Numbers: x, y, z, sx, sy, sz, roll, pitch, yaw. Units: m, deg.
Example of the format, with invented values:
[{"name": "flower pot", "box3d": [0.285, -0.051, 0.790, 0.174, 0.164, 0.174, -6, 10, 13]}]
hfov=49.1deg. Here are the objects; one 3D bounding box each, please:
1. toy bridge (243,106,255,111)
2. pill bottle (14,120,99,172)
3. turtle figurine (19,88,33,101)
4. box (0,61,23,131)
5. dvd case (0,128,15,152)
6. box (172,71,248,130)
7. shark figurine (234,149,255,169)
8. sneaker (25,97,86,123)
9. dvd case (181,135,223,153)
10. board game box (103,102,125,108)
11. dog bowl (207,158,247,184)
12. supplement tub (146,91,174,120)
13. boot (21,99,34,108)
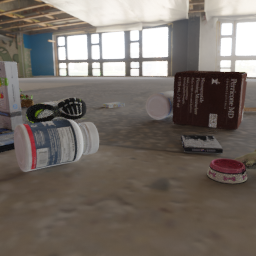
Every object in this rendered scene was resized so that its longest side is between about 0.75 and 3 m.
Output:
[{"name": "toy bridge", "box3d": [6.125, -1.057, 15.005, 1.995, 0.272, 0.671, 8, 15, 29]}, {"name": "pill bottle", "box3d": [-1.767, 0.371, 7.067, 1.897, 1.135, 1.135, -8, 16, -34]}, {"name": "turtle figurine", "box3d": [-6.961, -2.296, 18.628, 1.186, 0.880, 1.223, 12, 45, -14]}, {"name": "box", "box3d": [-4.826, -1.206, 10.617, 2.005, 2.571, 0.529, 11, 17, 37]}, {"name": "dvd case", "box3d": [-4.224, 0.368, 9.131, 2.276, 0.200, 1.623, 9, 15, 36]}, {"name": "box", "box3d": [3.474, -1.297, 11.864, 2.625, 2.178, 2.156, 7, 15, 27]}, {"name": "shark figurine", "box3d": [3.074, 0.903, 6.096, 1.046, 0.730, 1.750, -35, 8, -1]}, {"name": "sneaker", "box3d": [-3.221, -0.835, 12.541, 2.854, 1.054, 1.155, -7, 12, -34]}, {"name": "dvd case", "box3d": [2.242, 0.477, 8.705, 1.091, 0.179, 1.451, 2, 14, 6]}, {"name": "board game box", "box3d": [-0.837, -1.355, 16.462, 1.063, 0.182, 0.715, -10, 17, -35]}, {"name": "dog bowl", "box3d": [2.252, 0.956, 6.360, 0.879, 0.324, 0.879, 0, 13, 0]}, {"name": "supplement tub", "box3d": [1.744, -1.112, 13.220, 1.206, 1.206, 1.827, 8, 14, 31]}, {"name": "boot", "box3d": [-6.048, -1.431, 16.156, 1.290, 0.487, 0.475, 0, 15, 5]}]
